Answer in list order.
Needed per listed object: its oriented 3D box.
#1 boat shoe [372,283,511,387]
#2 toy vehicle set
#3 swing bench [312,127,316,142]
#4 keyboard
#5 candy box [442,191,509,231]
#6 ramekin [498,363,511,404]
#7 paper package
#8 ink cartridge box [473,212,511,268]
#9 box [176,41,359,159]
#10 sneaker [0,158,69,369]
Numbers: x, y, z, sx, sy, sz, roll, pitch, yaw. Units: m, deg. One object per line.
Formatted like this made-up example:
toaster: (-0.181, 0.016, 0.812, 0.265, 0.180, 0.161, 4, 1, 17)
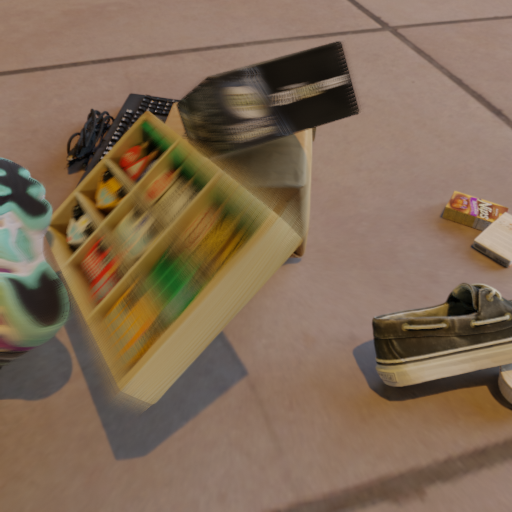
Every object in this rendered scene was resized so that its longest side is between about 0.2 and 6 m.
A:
boat shoe: (3.129, 0.927, 7.928, 3.136, 1.112, 1.130, -14, 5, -14)
toy vehicle set: (-1.402, -0.300, 7.361, 2.468, 0.527, 3.972, -48, 43, 1)
swing bench: (0.464, -3.259, 12.693, 1.760, 1.148, 1.769, 3, 48, 2)
keyboard: (-2.882, -2.461, 11.981, 2.439, 0.929, 4.687, 4, 42, 4)
candy box: (4.175, -0.820, 10.656, 1.063, 0.300, 0.620, 23, 47, 21)
ramekin: (3.793, 1.776, 7.813, 0.836, 0.389, 0.836, 0, 43, 0)
paper package: (-0.423, -1.528, 10.415, 2.907, 1.578, 3.050, 0, 44, 6)
ink cartridge box: (4.480, -0.295, 10.035, 0.931, 0.233, 0.755, -36, 53, -20)
box: (0.053, -2.216, 8.387, 1.945, 1.023, 2.376, -20, 12, -15)
sneaker: (-3.724, 0.207, 7.689, 1.140, 2.051, 2.932, 19, 42, -48)
